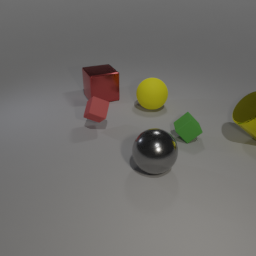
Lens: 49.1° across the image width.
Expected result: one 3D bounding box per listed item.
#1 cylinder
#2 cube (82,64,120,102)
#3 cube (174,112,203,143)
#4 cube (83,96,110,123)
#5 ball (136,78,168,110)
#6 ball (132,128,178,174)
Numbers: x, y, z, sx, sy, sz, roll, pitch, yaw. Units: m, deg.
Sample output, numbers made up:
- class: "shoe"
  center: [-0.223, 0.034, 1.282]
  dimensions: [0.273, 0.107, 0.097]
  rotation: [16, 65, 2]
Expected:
- class: "cylinder"
  center: [4.690, -0.355, 9.874]
  dimensions: [1.400, 1.400, 1.400]
  rotation: [35, 24, -19]
- class: "cube"
  center: [-1.297, -2.112, 13.381]
  dimensions: [1.400, 1.400, 1.400]
  rotation: [-12, 33, -20]
- class: "cube"
  center: [2.178, -0.019, 10.215]
  dimensions: [0.700, 0.700, 0.700]
  rotation: [-40, 20, 21]
- class: "cube"
  center: [-1.213, -0.697, 10.740]
  dimensions: [0.700, 0.700, 0.700]
  rotation: [19, -20, -22]
- class: "ball"
  center: [1.064, -1.513, 12.377]
  dimensions: [1.400, 1.400, 1.400]
  rotation: [0, 30, 0]
- class: "ball"
  center: [0.827, 0.708, 8.585]
  dimensions: [1.400, 1.400, 1.400]
  rotation: [0, 30, 0]
